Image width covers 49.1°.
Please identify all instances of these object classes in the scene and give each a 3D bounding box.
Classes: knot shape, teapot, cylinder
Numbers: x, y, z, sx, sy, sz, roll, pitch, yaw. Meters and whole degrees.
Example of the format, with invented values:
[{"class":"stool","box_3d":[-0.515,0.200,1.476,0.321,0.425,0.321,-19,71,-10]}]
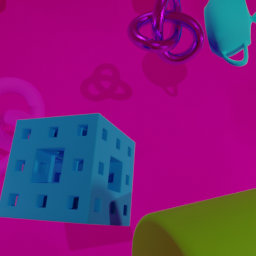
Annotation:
[{"class":"knot shape","box_3d":[0.602,-1.712,4.888,1.276,0.630,1.364,-24,102,-20]},{"class":"teapot","box_3d":[2.173,-2.229,5.856,1.017,1.292,2.077,-8,73,24]},{"class":"knot shape","box_3d":[-2.082,0.154,4.976,1.673,0.826,1.788,-37,98,15]},{"class":"cylinder","box_3d":[0.911,1.329,2.523,1.354,1.354,1.354,-6,63,-23]}]

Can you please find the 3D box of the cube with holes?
[{"class":"cube with holes","box_3d":[-0.721,0.633,3.805,1.227,1.227,1.227,-3,70,22]}]
